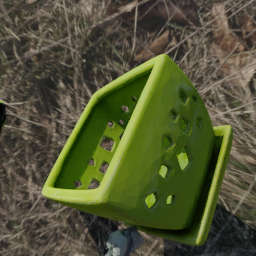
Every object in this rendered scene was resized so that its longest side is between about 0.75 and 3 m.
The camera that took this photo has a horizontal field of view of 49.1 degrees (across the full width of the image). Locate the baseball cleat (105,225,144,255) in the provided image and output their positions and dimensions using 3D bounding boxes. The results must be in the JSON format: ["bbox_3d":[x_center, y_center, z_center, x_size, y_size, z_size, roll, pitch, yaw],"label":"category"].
[{"bbox_3d":[-0.083,2.635,5.843,0.859,1.614,0.563,-15,48,-30],"label":"baseball cleat"}]

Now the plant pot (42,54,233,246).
[{"bbox_3d":[0.346,0.718,6.059,2.700,2.961,2.975,34,65,-23],"label":"plant pot"}]

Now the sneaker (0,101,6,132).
[{"bbox_3d":[-3.295,-0.045,6.525,0.677,1.887,0.781,17,121,-20],"label":"sneaker"}]
